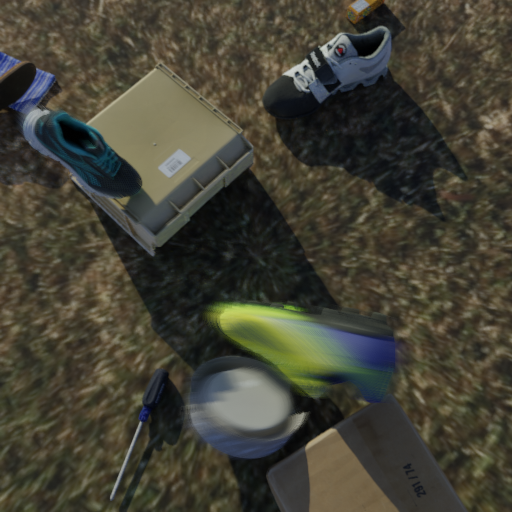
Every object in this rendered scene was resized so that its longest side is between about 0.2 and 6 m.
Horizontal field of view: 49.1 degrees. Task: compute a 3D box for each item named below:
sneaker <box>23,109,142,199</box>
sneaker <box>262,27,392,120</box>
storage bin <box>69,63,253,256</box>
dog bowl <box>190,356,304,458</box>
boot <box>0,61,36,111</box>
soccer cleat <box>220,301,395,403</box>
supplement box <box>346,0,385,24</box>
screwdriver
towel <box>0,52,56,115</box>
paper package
[{"bbox_3d":[-2.564,-1.546,8.737,0.934,2.049,0.795,2,66,49],"label":"sneaker"},{"bbox_3d":[1.403,-3.782,11.178,2.898,1.283,1.074,-29,73,-9],"label":"sneaker"},{"bbox_3d":[-1.794,-1.778,10.422,2.600,1.228,2.619,42,74,14],"label":"storage bin"},{"bbox_3d":[-0.186,2.276,8.447,1.758,0.515,1.758,14,26,-7],"label":"dog bowl"},{"bbox_3d":[-5.261,-3.323,11.249,0.704,0.686,1.865,42,83,18],"label":"boot"},{"bbox_3d":[0.567,1.413,8.532,3.321,1.074,1.389,2,88,45],"label":"soccer cleat"},{"bbox_3d":[2.424,-5.533,12.348,0.955,0.318,0.328,-38,76,-13],"label":"supplement box"},{"bbox_3d":[-1.925,2.856,9.086,0.301,0.314,2.158,17,66,8],"label":"screwdriver"},{"bbox_3d":[-5.071,-3.623,11.685,1.478,0.176,1.070,25,72,9],"label":"towel"},{"bbox_3d":[1.671,3.712,8.253,2.363,1.283,2.479,-29,71,-11],"label":"paper package"}]
